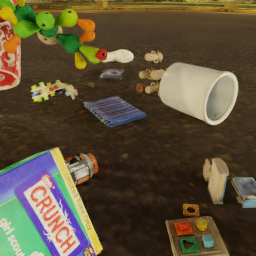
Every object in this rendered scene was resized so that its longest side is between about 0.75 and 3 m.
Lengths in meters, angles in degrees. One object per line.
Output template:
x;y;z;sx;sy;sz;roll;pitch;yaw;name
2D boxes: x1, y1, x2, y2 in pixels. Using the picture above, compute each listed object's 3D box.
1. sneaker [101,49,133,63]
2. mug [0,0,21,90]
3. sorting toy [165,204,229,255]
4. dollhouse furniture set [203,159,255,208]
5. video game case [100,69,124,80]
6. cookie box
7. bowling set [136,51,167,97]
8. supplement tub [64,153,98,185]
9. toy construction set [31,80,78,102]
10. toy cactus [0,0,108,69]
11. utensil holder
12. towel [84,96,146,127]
-0.735;-4.550;17.760;2.117;0.796;0.936;-1;13;-3;sneaker
-4.019;-2.539;8.439;1.802;2.701;2.398;-6;-14;-13;mug
1.372;2.160;5.685;1.078;0.261;1.915;-2;28;-4;sorting toy
2.708;1.168;6.869;1.367;0.892;1.290;0;29;0;dollhouse furniture set
-0.870;-2.941;15.305;1.127;0.150;1.577;2;29;4;video game case
-1.863;1.748;4.381;0.920;2.094;2.448;-13;12;47;cookie box
1.176;-2.241;12.787;1.208;2.249;1.566;-16;-2;-40;bowling set
-1.416;1.103;7.164;1.188;0.728;0.728;-20;34;-33;supplement tub
-3.208;-1.631;12.041;2.003;0.923;1.313;-6;4;-27;toy construction set
-1.974;-2.331;7.019;2.877;1.471;2.374;16;8;-16;toy cactus
2.596;-1.397;10.571;1.928;1.928;2.268;-21;34;-33;utensil holder
-0.564;-0.764;11.117;1.688;0.278;2.332;-16;32;-28;towel
